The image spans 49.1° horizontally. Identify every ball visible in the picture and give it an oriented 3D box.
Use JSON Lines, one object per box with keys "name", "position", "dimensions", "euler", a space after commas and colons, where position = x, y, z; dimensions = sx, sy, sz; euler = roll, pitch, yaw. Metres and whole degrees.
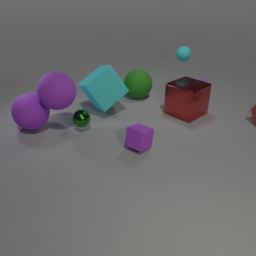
{"name": "ball", "position": [-3.737, -0.630, 10.783], "dimensions": [1.400, 1.400, 1.400], "euler": [0, 29, 0]}
{"name": "ball", "position": [-2.596, -1.353, 10.231], "dimensions": [1.400, 1.400, 1.400], "euler": [0, 29, 0]}
{"name": "ball", "position": [0.492, -2.169, 13.689], "dimensions": [1.400, 1.400, 1.400], "euler": [0, 29, 0]}
{"name": "ball", "position": [2.632, -3.499, 13.240], "dimensions": [0.700, 0.700, 0.700], "euler": [0, 29, 0]}
{"name": "ball", "position": [-1.802, -0.372, 10.836], "dimensions": [0.700, 0.700, 0.700], "euler": [0, 29, 0]}

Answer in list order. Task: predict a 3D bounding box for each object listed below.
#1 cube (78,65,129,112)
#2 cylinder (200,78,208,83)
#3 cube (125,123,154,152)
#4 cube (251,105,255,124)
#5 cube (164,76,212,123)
{"name": "cube", "position": [-1.083, -1.727, 12.046], "dimensions": [1.400, 1.400, 1.400], "euler": [-42, 21, -9]}
{"name": "cylinder", "position": [3.587, -2.013, 13.871], "dimensions": [0.700, 0.700, 0.700], "euler": [-23, 30, 3]}
{"name": "cube", "position": [0.396, 0.316, 9.719], "dimensions": [0.700, 0.700, 0.700], "euler": [20, 23, 34]}
{"name": "cube", "position": [5.473, -0.610, 11.198], "dimensions": [0.700, 0.700, 0.700], "euler": [0, 64, -7]}
{"name": "cube", "position": [2.546, -1.265, 12.078], "dimensions": [1.400, 1.400, 1.400], "euler": [-25, 37, -37]}
